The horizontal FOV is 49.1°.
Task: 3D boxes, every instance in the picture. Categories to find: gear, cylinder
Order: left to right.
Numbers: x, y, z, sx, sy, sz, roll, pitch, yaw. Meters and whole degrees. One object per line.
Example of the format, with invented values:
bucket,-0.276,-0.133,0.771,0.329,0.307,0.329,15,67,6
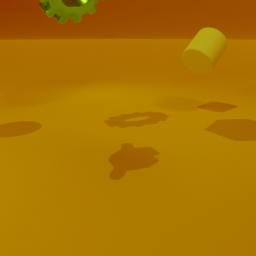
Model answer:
gear,-1.155,-3.162,6.143,1.808,1.808,0.334,-21,65,-45
cylinder,2.330,-2.329,8.507,1.003,1.003,1.003,18,63,42
